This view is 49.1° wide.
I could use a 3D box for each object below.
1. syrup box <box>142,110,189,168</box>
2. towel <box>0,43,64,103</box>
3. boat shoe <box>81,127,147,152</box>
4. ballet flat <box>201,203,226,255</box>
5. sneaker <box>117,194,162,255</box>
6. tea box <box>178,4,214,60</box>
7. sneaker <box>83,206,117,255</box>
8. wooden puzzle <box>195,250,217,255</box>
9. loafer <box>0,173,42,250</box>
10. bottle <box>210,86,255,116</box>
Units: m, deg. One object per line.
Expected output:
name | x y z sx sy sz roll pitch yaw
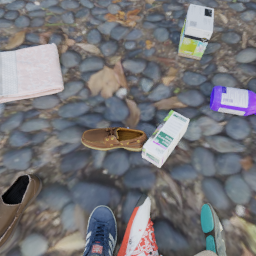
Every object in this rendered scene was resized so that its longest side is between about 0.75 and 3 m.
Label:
syrup box | 1.099 0.306 8.165 0.626 0.648 1.590 30 61 19
towel | -3.471 -2.013 9.842 2.182 0.368 2.284 -12 59 -8
boat shoe | -0.402 0.233 8.196 1.962 0.663 0.706 3 57 2
ballet flat | 2.110 2.605 6.853 0.469 0.496 1.471 16 55 -22
sneaker | 0.460 2.776 6.505 1.222 0.761 2.279 18 62 10
tea box | 2.453 -3.462 10.175 0.903 1.330 1.351 13 57 2
sneaker | -0.669 2.740 6.447 0.772 0.871 2.060 2 57 1
wooden puzzle | 1.252 4.175 5.505 2.424 0.488 2.620 -22 75 -14
loafer | -3.071 2.020 6.948 0.829 0.806 2.270 20 59 12
bottle | 3.645 -0.812 8.883 1.963 0.641 0.820 9 63 6
